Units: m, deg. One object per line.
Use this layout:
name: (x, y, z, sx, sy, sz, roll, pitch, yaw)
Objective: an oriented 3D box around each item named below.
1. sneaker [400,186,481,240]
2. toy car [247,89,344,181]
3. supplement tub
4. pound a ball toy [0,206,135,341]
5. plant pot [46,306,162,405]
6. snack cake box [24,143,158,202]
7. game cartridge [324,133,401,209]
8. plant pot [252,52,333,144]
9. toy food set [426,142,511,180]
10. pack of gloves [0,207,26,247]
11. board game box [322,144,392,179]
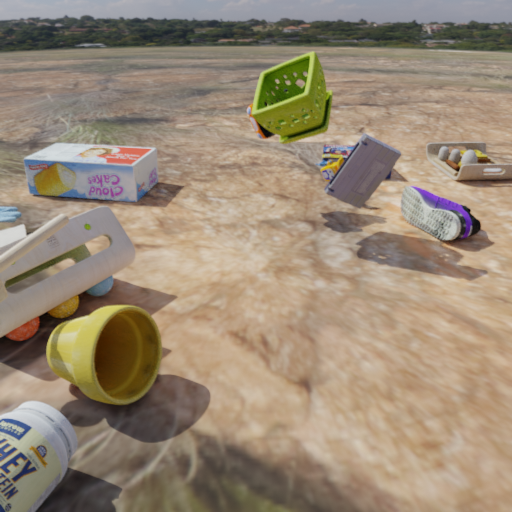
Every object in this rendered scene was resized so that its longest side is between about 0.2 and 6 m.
sneaker: (3.772, -0.857, 11.412, 0.985, 0.689, 1.980, -4, 30, -21)
toy car: (0.763, -2.313, 12.070, 0.918, 2.758, 1.353, -4, 42, 52)
supplement tub: (-2.305, 2.005, 5.138, 0.871, 0.871, 1.201, 8, 27, 17)
pound a ball toy: (-2.934, 0.303, 7.869, 1.936, 1.261, 2.969, -25, 7, 39)
plant pot: (-1.902, 1.158, 6.758, 1.069, 1.136, 1.136, -2, 21, 33)
snack cake box: (-3.899, -2.048, 13.485, 2.710, 0.910, 1.558, 5, 24, 9)
game cartridge: (1.852, -1.452, 9.759, 0.810, 1.249, 0.240, 18, 35, -24)
plant pot: (0.746, -2.811, 10.339, 1.200, 1.089, 1.194, -11, 53, 31)
toy food set: (5.796, -2.635, 14.899, 1.742, 0.733, 2.427, -2, 26, -4)
pack of gloves: (-5.474, -0.156, 10.346, 2.422, 0.478, 2.034, -18, 34, -17)
board game box: (2.684, -2.616, 15.080, 1.779, 0.549, 1.778, 3, 25, 8)
